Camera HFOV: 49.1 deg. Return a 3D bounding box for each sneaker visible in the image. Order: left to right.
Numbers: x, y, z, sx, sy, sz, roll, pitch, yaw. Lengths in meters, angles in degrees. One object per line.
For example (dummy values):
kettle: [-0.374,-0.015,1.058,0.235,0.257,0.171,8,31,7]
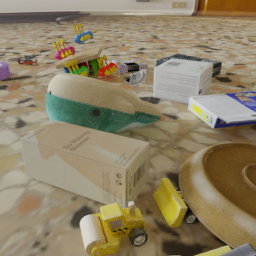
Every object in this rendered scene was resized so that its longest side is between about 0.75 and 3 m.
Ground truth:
sneaker: [0.258,-1.666,9.337,0.423,0.385,1.032,12,-24,-27]

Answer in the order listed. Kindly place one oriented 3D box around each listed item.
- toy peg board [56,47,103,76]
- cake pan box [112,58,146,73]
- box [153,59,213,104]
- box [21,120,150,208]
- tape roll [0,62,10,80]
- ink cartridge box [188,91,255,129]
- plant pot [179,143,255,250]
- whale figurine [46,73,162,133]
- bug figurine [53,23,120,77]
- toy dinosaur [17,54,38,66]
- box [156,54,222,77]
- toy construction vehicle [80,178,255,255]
toy peg board: [-1.868,-2.605,11.652,1.734,0.852,1.741,-14,24,7]
cake pan box: [0.036,-2.721,12.195,1.181,0.335,1.283,-10,29,-15]
box: [1.814,-1.562,9.156,1.536,1.004,1.528,14,30,25]
box: [-0.769,0.586,5.093,2.146,0.834,1.019,12,29,22]
tape roll: [-5.456,-2.255,11.122,1.407,0.462,1.407,-1,28,0]
ink cartridge box: [3.034,-0.431,7.449,2.147,0.511,2.172,-5,26,-10]
plant pot: [2.247,0.967,4.440,2.841,0.390,2.841,7,28,-3]
whale figurine: [-0.575,-0.357,6.750,2.814,1.460,2.239,11,9,-36]
bug figurine: [-1.709,-2.832,11.148,2.145,0.712,2.766,-27,70,-21]
toy dinosaur: [-4.654,-3.091,12.875,0.841,0.486,0.927,-24,43,-3]
box: [2.493,-2.516,11.532,2.145,0.547,1.692,21,33,35]
toy construction vehicle: [0.556,1.337,3.661,2.281,0.803,1.986,-6,28,-12]
